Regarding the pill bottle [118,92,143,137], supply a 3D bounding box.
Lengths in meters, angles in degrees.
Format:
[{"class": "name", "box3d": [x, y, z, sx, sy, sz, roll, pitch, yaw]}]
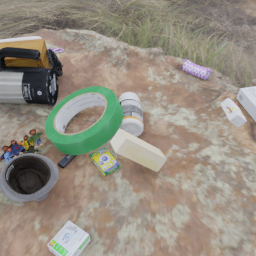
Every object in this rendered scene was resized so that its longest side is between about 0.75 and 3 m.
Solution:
[{"class": "pill bottle", "box3d": [0.055, -0.545, 11.146, 1.049, 1.049, 1.804, -1, 45, -1]}]

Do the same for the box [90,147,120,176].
[{"class": "box", "box3d": [-0.862, 1.140, 10.034, 0.649, 0.268, 1.106, -28, 50, -25]}]

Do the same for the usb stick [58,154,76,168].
[{"class": "usb stick", "box3d": [-2.108, 1.031, 10.191, 0.304, 0.179, 1.096, 28, 51, 18]}]

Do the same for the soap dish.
[{"class": "soap dish", "box3d": [-5.041, -3.000, 12.846, 2.834, 2.230, 1.151, -8, 65, -8]}]

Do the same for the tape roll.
[{"class": "tape roll", "box3d": [-1.653, -0.355, 10.542, 2.935, 0.705, 2.935, -14, 43, 14]}]

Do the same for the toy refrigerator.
[{"class": "toy refrigerator", "box3d": [0.348, 0.778, 9.264, 1.837, 0.643, 0.697, 29, 14, -31]}]

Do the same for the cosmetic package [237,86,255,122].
[{"class": "cosmetic package", "box3d": [6.031, -0.865, 11.765, 1.811, 0.621, 2.402, -8, 46, -12]}]

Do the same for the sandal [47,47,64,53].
[{"class": "sandal", "box3d": [-4.012, -4.318, 15.414, 0.918, 0.226, 0.374, -1, 46, -1]}]

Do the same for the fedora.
[{"class": "fedora", "box3d": [-3.117, 1.731, 9.013, 1.951, 0.881, 1.726, 28, 52, 24]}]

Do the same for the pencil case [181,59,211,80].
[{"class": "pencil case", "box3d": [3.355, -2.887, 13.754, 1.398, 0.598, 0.587, 30, 49, 25]}]

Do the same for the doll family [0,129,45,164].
[{"class": "doll family", "box3d": [-3.885, 0.713, 10.166, 1.824, 0.716, 1.054, -25, 55, -19]}]

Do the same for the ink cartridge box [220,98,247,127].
[{"class": "ink cartridge box", "box3d": [3.745, -0.547, 9.933, 0.645, 0.370, 0.888, 25, 38, -35]}]

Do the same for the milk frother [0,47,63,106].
[{"class": "milk frother", "box3d": [-4.396, -2.307, 12.428, 2.595, 2.490, 2.759, 2, 11, 2]}]

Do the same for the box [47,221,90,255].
[{"class": "box", "box3d": [-1.643, 3.232, 7.867, 0.785, 0.430, 0.889, 25, 50, 25]}]
